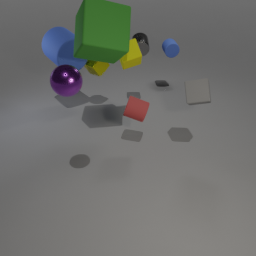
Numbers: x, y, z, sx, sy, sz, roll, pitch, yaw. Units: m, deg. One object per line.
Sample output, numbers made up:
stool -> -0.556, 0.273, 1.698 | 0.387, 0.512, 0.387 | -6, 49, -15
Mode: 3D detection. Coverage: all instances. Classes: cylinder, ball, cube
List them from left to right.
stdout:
cylinder -> -2.494, -3.125, 11.156 | 1.400, 1.400, 1.400 | -22, 46, -32
ball -> -1.339, -1.025, 6.087 | 0.700, 0.700, 0.700 | 0, 30, 0
cube -> -1.332, -2.657, 11.668 | 0.700, 0.700, 0.700 | 27, 77, 34
cube -> -0.820, -2.911, 8.569 | 1.400, 1.400, 1.400 | 4, -4, -21
cube -> 0.039, -2.578, 9.817 | 0.700, 0.700, 0.700 | -19, -9, -3
cylinder -> 0.277, -0.633, 9.349 | 0.700, 0.700, 0.700 | 20, 32, -2
cylinder -> 0.496, -3.369, 11.325 | 0.700, 0.700, 0.700 | -1, 48, -1
cylinder -> 2.028, -3.807, 13.341 | 0.700, 0.700, 0.700 | -4, 37, -6
cube -> 2.185, -1.114, 8.728 | 0.700, 0.700, 0.700 | -6, -1, 19
